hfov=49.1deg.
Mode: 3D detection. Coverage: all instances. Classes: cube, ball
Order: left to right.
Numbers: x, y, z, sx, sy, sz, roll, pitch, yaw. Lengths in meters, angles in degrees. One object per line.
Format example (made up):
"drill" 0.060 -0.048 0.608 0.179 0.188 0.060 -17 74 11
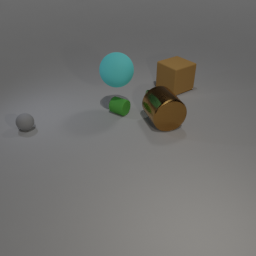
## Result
"ball" -4.076 -0.241 11.082 0.700 0.700 0.700 0 33 0
"ball" -0.460 -2.349 11.358 1.400 1.400 1.400 0 33 0
"cube" 2.404 -2.662 14.184 1.400 1.400 1.400 -22 39 -29

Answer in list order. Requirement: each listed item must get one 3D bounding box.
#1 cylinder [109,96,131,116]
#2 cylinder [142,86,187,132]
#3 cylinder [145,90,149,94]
"cylinder" -0.360 -0.956 12.201 0.700 0.700 0.700 20 38 28
"cylinder" 1.439 -0.793 11.293 1.400 1.400 1.400 -9 33 -14
"cylinder" 1.226 -1.442 12.964 0.700 0.700 0.700 -7 33 -11
